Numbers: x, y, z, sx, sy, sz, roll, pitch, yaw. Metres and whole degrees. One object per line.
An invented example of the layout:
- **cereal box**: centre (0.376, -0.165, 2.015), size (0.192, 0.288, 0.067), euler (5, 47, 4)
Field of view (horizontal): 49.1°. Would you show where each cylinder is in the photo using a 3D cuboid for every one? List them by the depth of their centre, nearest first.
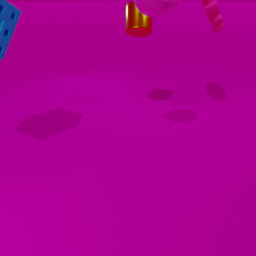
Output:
- **cylinder**: centre (0.365, -3.531, 9.131), size (0.878, 0.878, 0.878), euler (1, -2, 0)

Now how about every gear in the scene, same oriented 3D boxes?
- **gear**: centre (2.616, -4.093, 9.108), size (0.360, 1.949, 1.949), euler (-22, 20, 21)

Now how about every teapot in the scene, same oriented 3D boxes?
- **teapot**: centre (0.628, -3.127, 6.712), size (1.674, 1.041, 0.819), euler (5, -14, -24)

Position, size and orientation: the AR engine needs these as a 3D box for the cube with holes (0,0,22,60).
- **cube with holes**: centre (-3.620, -2.573, 6.510), size (1.313, 1.313, 1.313), euler (25, 6, 11)
